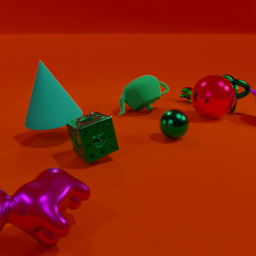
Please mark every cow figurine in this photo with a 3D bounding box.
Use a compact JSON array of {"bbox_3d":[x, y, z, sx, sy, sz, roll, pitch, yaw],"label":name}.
[{"bbox_3d":[2.398,-1.180,9.817,0.929,0.518,0.944,-25,46,-38],"label":"cow figurine"},{"bbox_3d":[-1.223,0.862,3.368,1.260,0.703,1.281,38,40,-6],"label":"cow figurine"}]

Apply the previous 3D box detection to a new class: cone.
[{"bbox_3d":[-1.834,-0.848,6.365,1.364,1.370,1.364,-6,24,3],"label":"cone"}]

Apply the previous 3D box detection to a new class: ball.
[{"bbox_3d":[2.446,-0.895,8.068,1.244,1.244,1.244,0,20,0],"label":"ball"},{"bbox_3d":[1.090,-0.094,6.630,0.710,0.710,0.710,0,20,0],"label":"ball"}]

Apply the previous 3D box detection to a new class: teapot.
[{"bbox_3d":[0.418,-0.966,8.604,1.994,0.976,1.240,-24,-7,-23],"label":"teapot"}]

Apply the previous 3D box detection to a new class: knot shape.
[{"bbox_3d":[3.165,-1.031,8.609,0.547,1.107,1.183,-21,23,-25],"label":"knot shape"}]

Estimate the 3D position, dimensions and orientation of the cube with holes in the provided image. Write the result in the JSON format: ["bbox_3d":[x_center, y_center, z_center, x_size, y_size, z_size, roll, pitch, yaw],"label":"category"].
[{"bbox_3d":[-0.710,0.157,5.561,0.703,0.703,0.703,-22,23,-26],"label":"cube with holes"}]

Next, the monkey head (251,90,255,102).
[{"bbox_3d":[4.193,-0.720,7.736,1.192,0.998,1.657,-11,12,-18],"label":"monkey head"}]
